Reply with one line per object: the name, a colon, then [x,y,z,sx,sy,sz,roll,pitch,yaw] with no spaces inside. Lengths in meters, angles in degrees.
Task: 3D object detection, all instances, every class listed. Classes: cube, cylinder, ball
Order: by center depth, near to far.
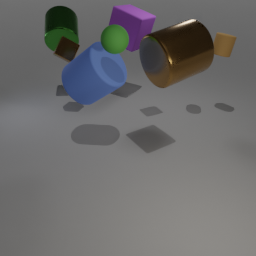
ball: [-0.330,-2.190,6.931,0.700,0.700,0.700,0,29,0]
cylinder: [1.235,-1.919,7.269,1.400,1.400,1.400,-25,37,-20]
cylinder: [-0.992,-1.573,8.246,1.400,1.400,1.400,-25,11,38]
cylinder: [3.373,-2.943,9.905,0.700,0.700,0.700,10,26,-5]
cube: [-2.291,-2.892,10.381,0.700,0.700,0.700,24,2,-23]
cylinder: [-2.818,-4.167,11.912,1.400,1.400,1.400,-4,60,-7]
cube: [0.118,-4.282,11.947,1.400,1.400,1.400,31,36,16]
